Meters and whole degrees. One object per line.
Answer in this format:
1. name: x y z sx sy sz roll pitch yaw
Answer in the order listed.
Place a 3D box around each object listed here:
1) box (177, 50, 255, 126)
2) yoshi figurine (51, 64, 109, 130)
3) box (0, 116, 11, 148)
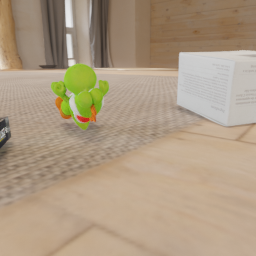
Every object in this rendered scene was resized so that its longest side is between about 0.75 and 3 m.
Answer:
1. box: 3.646 -1.497 9.392 2.965 1.948 2.981 -7 20 -20
2. yoshi figurine: -1.183 -0.889 6.996 1.361 1.367 2.431 36 -14 -14
3. box: -3.631 0.253 5.256 2.350 0.577 1.894 -6 13 -11
